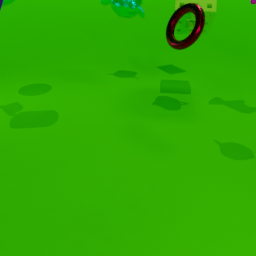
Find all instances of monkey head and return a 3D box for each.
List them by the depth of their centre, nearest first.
[{"bbox_3d":[-0.055,-4.330,9.401,1.617,1.164,0.975,22,63,8],"label":"monkey head"}]

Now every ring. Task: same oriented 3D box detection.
[{"bbox_3d":[1.403,-2.520,6.965,0.234,1.168,1.168,11,16,-40],"label":"ring"}]

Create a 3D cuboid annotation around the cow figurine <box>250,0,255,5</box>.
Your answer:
[{"bbox_3d":[3.463,-2.789,6.257,1.341,0.748,1.363,15,29,-38],"label":"cow figurine"}]

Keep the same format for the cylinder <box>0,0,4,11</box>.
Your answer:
[{"bbox_3d":[-2.664,-2.655,4.855,1.035,1.035,1.035,15,18,-31],"label":"cylinder"}]

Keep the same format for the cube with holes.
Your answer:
[{"bbox_3d":[1.904,-3.503,8.119,1.098,1.098,1.098,5,-14,7],"label":"cube with holes"}]

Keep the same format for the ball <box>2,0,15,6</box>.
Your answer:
[{"bbox_3d":[-3.406,-3.792,7.194,1.230,1.230,1.230,0,28,0],"label":"ball"}]
